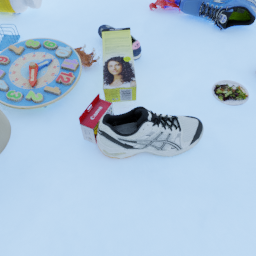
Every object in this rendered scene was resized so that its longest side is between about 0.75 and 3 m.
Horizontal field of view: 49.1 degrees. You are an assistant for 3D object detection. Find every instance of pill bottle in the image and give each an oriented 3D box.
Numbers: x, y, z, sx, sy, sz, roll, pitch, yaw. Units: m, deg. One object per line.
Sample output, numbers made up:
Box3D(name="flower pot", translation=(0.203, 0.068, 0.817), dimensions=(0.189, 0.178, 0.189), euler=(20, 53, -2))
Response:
Box3D(name="pill bottle", translation=(-4.654, -5.163, 10.716), dimensions=(2.456, 1.376, 1.376), euler=(5, 52, 4))

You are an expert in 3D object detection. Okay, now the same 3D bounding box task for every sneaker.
Box3D(name="sneaker", translation=(3.314, -4.367, 10.250), dimensions=(2.910, 1.143, 1.297), euler=(9, 50, 7))
Box3D(name="sneaker", translation=(0.612, 0.037, 6.767), dimensions=(2.740, 1.201, 1.036), euler=(-9, 51, -9))
Box3D(name="sneaker", translation=(-0.279, -3.068, 9.319), dimensions=(1.879, 0.771, 0.659), euler=(37, 70, 17))

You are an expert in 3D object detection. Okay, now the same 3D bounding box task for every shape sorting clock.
Box3D(name="shape sorting clock", translation=(-2.740, -1.705, 8.184), dimensions=(2.771, 0.544, 2.771), euler=(2, 59, -3))

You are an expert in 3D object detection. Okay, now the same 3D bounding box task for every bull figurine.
Box3D(name="bull figurine", translation=(-1.559, -2.393, 9.146), dimensions=(1.308, 0.426, 0.794), euler=(35, 60, 24))

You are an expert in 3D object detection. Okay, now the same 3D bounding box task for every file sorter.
Box3D(name="file sorter", translation=(-4.194, -3.127, 9.649), dimensions=(0.591, 0.522, 0.851), euler=(1, 54, 3))

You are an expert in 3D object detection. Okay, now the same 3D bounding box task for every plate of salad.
Box3D(name="plate of salad", translation=(3.019, -1.084, 8.232), dimensions=(1.083, 0.260, 1.083), euler=(0, 53, 0))

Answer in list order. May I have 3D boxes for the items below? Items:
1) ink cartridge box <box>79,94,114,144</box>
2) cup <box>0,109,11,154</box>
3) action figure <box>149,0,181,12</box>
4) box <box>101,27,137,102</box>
Box3D(name="ink cartridge box", translation=(-0.781, -0.245, 7.178), dimensions=(0.413, 0.864, 0.984), euler=(21, 56, 18))
Box3D(name="cup", translation=(-4.177, -0.188, 6.702), dimensions=(2.195, 1.570, 2.195), euler=(0, 53, 0))
Box3D(name="action figure", translation=(2.020, -5.029, 11.125), dimensions=(2.394, 0.619, 0.783), euler=(-8, 47, 0))
Box3D(name="box", translation=(-0.275, -1.863, 7.992), dimensions=(0.924, 0.615, 2.454), euler=(-5, 55, -1))
